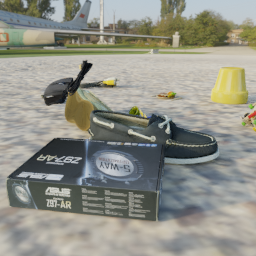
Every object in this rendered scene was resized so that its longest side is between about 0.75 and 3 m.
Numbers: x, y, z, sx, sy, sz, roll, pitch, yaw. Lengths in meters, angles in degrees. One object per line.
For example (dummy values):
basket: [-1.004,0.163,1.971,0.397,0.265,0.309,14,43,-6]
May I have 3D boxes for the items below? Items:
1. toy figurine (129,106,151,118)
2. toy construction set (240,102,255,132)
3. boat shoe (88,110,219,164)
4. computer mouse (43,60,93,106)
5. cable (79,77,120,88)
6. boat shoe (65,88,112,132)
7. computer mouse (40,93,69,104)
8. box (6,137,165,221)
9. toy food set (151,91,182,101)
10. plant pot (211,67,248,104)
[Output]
toy figurine: [0.472,-0.042,7.494,0.787,0.693,1.313,24,12,-22]
toy construction set: [3.391,-0.227,7.533,1.130,0.868,0.943,7,55,-40]
boat shoe: [0.480,0.121,6.037,2.904,0.876,1.098,4,18,11]
computer mouse: [-1.043,-0.791,4.641,1.120,0.258,0.786,-11,44,51]
cable: [-1.454,-2.367,14.316,2.116,0.532,1.028,1,24,-2]
boat shoe: [-1.119,-0.522,7.993,0.888,1.030,2.824,12,9,-29]
computer mouse: [-3.057,-1.341,11.416,1.188,0.389,1.692,2,17,2]
box: [-0.537,0.740,4.749,2.258,0.491,1.809,3,18,10]
toy food set: [1.606,-1.406,11.850,1.214,0.244,0.838,16,24,41]
plant pot: [4.046,-1.712,11.066,1.401,1.318,1.401,-1,18,0]
